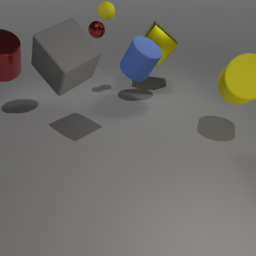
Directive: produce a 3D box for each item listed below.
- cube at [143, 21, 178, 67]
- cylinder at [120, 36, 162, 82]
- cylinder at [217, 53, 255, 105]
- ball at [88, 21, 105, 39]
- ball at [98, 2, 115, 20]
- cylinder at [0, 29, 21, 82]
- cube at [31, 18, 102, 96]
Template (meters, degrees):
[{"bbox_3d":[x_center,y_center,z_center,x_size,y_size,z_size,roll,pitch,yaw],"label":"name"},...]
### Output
[{"bbox_3d":[1.365,-4.037,13.414,1.400,1.400,1.400,36,24,-14],"label":"cube"},{"bbox_3d":[0.543,-2.999,12.208,1.400,1.400,1.400,17,48,-20],"label":"cylinder"},{"bbox_3d":[3.689,-1.513,8.951,1.400,1.400,1.400,5,0,9],"label":"cylinder"},{"bbox_3d":[-1.304,-4.095,11.671,0.700,0.700,0.700,0,29,0],"label":"ball"},{"bbox_3d":[-0.870,-4.720,11.304,0.700,0.700,0.700,0,29,0],"label":"ball"},{"bbox_3d":[-4.745,-2.693,10.468,1.400,1.400,1.400,9,55,-13],"label":"cylinder"},{"bbox_3d":[-1.862,-2.089,8.363,1.400,1.400,1.400,-38,85,-30],"label":"cube"}]
